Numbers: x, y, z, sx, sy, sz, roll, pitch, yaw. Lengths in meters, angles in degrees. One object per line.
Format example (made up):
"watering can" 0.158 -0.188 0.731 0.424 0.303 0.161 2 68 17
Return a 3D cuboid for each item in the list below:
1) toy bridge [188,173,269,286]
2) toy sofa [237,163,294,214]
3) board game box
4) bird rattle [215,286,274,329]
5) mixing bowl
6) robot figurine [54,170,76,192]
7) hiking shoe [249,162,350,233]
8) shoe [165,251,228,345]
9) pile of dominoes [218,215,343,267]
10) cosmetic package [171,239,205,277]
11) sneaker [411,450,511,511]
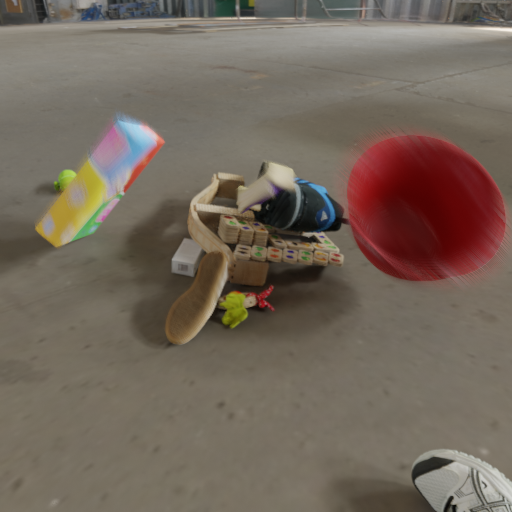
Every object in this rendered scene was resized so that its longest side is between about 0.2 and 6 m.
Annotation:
"toy bridge" -0.770 -0.795 12.345 1.430 0.579 4.255 6 31 -13
"toy sofa" 0.159 -1.208 10.678 0.523 1.262 0.616 13 67 -29
"board game box" -3.129 -1.501 11.510 0.543 2.691 2.059 40 11 -3
"bird rattle" -0.262 0.782 10.046 0.917 0.634 1.125 6 23 44
"mixing bowl" 2.731 -0.599 9.854 2.693 1.459 2.693 3 65 -6
"robot figurine" -4.965 -1.959 14.832 0.750 0.494 0.855 -11 32 -19
"hiking shoe" 0.826 -1.199 12.874 1.571 1.348 3.623 15 17 -16
"shoe" -0.950 0.792 9.838 0.698 0.533 1.996 8 49 22
"pile of dominoes" 0.549 -0.404 11.468 2.568 0.409 2.001 4 22 -19
"cosmetic package" -1.382 0.024 11.504 0.474 0.333 0.935 10 31 6
"sneaker" 2.483 2.984 5.869 1.012 0.874 2.310 -23 36 -33
